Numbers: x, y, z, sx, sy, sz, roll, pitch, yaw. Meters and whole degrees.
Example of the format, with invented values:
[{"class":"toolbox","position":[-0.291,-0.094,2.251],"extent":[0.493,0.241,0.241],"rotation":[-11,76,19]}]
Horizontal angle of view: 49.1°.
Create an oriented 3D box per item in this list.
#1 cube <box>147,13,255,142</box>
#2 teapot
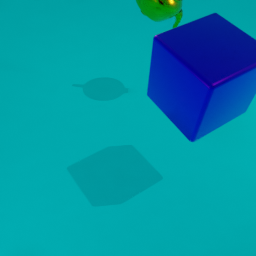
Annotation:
[{"class":"cube","position":[1.164,-0.779,4.312],"extent":[1.228,1.228,1.228],"rotation":[-27,58,-20]},{"class":"teapot","position":[0.708,-2.977,6.573],"extent":[1.892,0.926,1.176],"rotation":[35,45,-22]}]
